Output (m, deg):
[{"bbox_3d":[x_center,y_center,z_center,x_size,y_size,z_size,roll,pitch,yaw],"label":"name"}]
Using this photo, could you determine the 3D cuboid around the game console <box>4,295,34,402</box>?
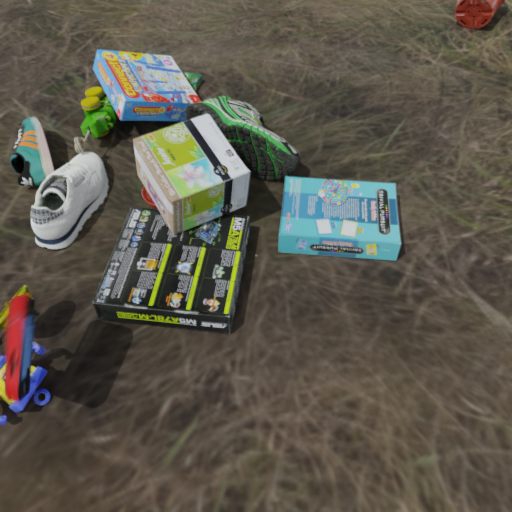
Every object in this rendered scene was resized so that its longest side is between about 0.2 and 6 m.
[{"bbox_3d":[-3.569,1.394,8.587,0.238,1.357,1.535,2,82,-11],"label":"game console"}]

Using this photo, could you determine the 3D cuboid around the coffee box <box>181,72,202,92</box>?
[{"bbox_3d":[-2.190,-5.023,16.144,1.114,0.245,0.685,11,52,10],"label":"coffee box"}]

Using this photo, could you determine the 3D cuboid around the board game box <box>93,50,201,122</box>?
[{"bbox_3d":[-2.869,-4.466,14.747,2.161,0.617,2.207,-9,54,-36],"label":"board game box"}]

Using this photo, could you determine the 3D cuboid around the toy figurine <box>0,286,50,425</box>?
[{"bbox_3d":[-4.189,1.993,9.695,1.546,1.361,2.580,33,53,-9],"label":"toy figurine"}]

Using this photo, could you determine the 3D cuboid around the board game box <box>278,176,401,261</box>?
[{"bbox_3d":[1.792,-0.844,12.213,2.488,0.584,1.879,5,49,4],"label":"board game box"}]

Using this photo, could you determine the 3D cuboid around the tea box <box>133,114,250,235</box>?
[{"bbox_3d":[-1.347,-1.703,11.582,1.765,1.199,1.795,-25,64,-19],"label":"tea box"}]

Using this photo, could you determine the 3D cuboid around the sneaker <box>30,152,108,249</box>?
[{"bbox_3d":[-4.106,-1.507,12.435,1.109,1.169,2.903,4,47,6],"label":"sneaker"}]

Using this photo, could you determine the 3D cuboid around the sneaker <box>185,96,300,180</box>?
[{"bbox_3d":[-0.181,-3.096,13.696,1.467,1.344,3.444,-35,57,-26],"label":"sneaker"}]

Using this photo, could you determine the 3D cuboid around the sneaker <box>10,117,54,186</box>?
[{"bbox_3d":[-5.534,-2.556,13.574,0.922,0.824,2.309,-15,51,-19],"label":"sneaker"}]

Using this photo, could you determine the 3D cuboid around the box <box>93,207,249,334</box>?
[{"bbox_3d":[-1.588,0.191,11.287,2.625,0.646,2.719,6,48,3],"label":"box"}]

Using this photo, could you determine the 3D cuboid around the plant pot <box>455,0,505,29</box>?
[{"bbox_3d":[7.321,-8.396,18.375,1.607,1.607,1.563,21,60,18],"label":"plant pot"}]

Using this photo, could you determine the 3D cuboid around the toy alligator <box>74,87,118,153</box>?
[{"bbox_3d":[-3.896,-3.479,14.132,0.834,0.912,3.074,-9,40,1],"label":"toy alligator"}]

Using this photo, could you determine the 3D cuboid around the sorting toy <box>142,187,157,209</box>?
[{"bbox_3d":[-1.793,-1.986,13.027,1.295,0.885,2.155,15,50,13],"label":"sorting toy"}]
